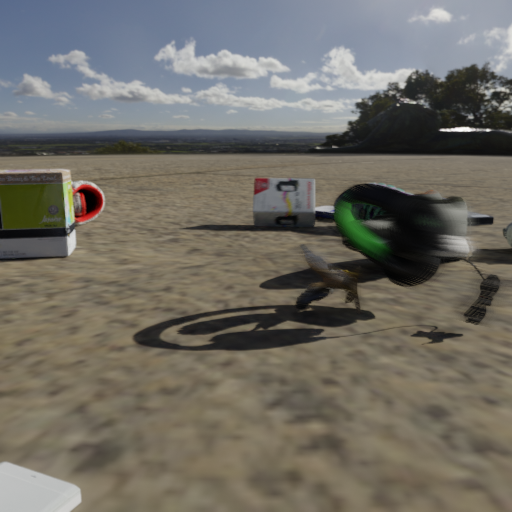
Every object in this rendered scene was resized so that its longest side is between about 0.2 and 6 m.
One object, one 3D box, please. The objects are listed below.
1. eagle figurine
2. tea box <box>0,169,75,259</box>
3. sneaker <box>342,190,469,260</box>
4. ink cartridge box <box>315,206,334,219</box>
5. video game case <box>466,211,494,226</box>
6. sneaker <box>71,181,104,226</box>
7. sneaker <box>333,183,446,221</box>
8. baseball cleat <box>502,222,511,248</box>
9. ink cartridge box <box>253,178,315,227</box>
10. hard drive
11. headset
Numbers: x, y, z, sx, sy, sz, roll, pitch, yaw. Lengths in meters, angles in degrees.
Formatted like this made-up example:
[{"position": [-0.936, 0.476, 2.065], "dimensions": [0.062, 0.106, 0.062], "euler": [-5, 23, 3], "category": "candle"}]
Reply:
[{"position": [0.704, 0.231, 5.698], "dimensions": [0.780, 0.589, 0.592], "euler": [7, 37, -22], "category": "eagle figurine"}, {"position": [-3.480, -0.655, 8.465], "dimensions": [1.296, 1.275, 0.866], "euler": [-2, 12, -10], "category": "tea box"}, {"position": [2.101, -0.440, 7.788], "dimensions": [2.462, 0.976, 0.910], "euler": [-4, 13, -40], "category": "sneaker"}, {"position": [1.673, -0.921, 12.148], "dimensions": [0.948, 0.225, 0.959], "euler": [10, 18, 33], "category": "ink cartridge box"}, {"position": [3.802, -0.884, 12.019], "dimensions": [1.481, 0.197, 2.073], "euler": [-3, 12, -13], "category": "video game case"}, {"position": [-4.415, -1.041, 10.866], "dimensions": [1.573, 0.980, 2.935], "euler": [7, 11, 38], "category": "sneaker"}, {"position": [2.429, -0.810, 10.233], "dimensions": [2.366, 0.880, 1.035], "euler": [8, 20, 29], "category": "sneaker"}, {"position": [5.011, -0.416, 8.469], "dimensions": [2.344, 0.818, 1.248], "euler": [4, 13, 13], "category": "baseball cleat"}, {"position": [0.562, -1.059, 11.040], "dimensions": [1.206, 0.500, 0.879], "euler": [0, 57, 4], "category": "ink cartridge box"}, {"position": [-1.305, 1.260, 2.555], "dimensions": [0.553, 0.110, 0.839], "euler": [6, 13, 24], "category": "hard drive"}, {"position": [1.528, -0.029, 5.584], "dimensions": [1.773, 1.095, 0.833], "euler": [28, 66, 20], "category": "headset"}]
